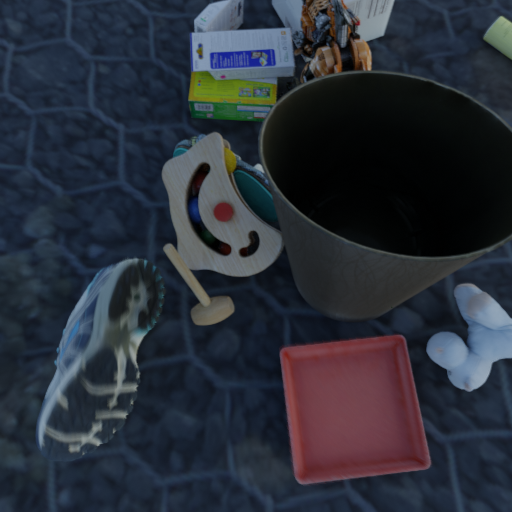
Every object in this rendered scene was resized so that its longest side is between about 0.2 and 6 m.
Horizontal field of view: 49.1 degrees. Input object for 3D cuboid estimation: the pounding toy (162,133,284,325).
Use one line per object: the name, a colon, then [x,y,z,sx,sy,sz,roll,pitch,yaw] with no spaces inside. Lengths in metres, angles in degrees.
pounding toy: [-0.472,-0.449,8.575,1.641,1.646,2.870,-12,91,6]

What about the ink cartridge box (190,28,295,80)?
ink cartridge box: [-0.252,-3.643,10.120,1.848,0.343,0.875,-3,70,-4]

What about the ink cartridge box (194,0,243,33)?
ink cartridge box: [-0.703,-4.477,10.719,0.311,0.999,1.241,33,72,7]

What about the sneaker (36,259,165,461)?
sneaker: [-2.388,1.483,8.333,1.305,1.173,3.022,0,60,46]

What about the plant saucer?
plant saucer: [1.415,2.256,8.350,1.933,0.355,1.937,-6,70,-1]

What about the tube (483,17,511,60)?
tube: [5.333,-3.838,10.769,1.972,0.512,0.572,42,113,10]

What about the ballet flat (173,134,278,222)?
ballet flat: [-0.324,-1.436,9.692,2.303,0.855,0.855,34,72,9]

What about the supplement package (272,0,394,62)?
supplement package: [1.436,-4.999,10.759,1.755,1.291,1.678,-21,70,-8]

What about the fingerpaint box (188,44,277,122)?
fingerpaint box: [-0.396,-3.228,10.448,1.583,0.580,1.320,3,69,0]

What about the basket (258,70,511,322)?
basket: [1.540,-0.454,7.804,3.129,3.471,2.360,16,69,5]

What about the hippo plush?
hippo plush: [3.335,1.358,8.510,1.622,1.292,1.304,43,99,3]

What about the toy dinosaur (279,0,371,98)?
toy dinosaur: [1.270,-3.186,9.511,1.644,2.185,3.219,7,76,0]
